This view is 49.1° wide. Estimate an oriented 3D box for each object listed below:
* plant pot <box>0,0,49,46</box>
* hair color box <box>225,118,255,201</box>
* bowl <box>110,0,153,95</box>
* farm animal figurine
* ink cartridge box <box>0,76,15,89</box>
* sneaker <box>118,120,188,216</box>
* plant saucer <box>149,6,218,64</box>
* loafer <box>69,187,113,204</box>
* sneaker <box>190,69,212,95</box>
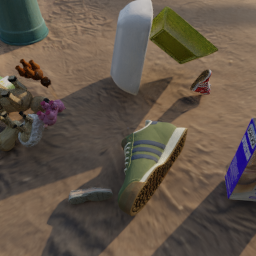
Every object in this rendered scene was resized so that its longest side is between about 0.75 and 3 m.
[{"bbox_3d":[-4.463,-4.759,11.370,2.059,2.017,2.059,-1,45,1],"label":"plant pot"},{"bbox_3d":[2.891,0.760,5.852,1.152,2.107,0.683,4,46,4],"label":"hair color box"},{"bbox_3d":[0.061,-2.573,8.626,0.950,2.546,2.543,9,35,-5],"label":"bowl"},{"bbox_3d":[-2.779,-0.445,7.727,2.167,1.349,2.683,-30,53,1],"label":"farm animal figurine"},{"bbox_3d":[-4.310,-1.470,9.376,1.054,0.253,0.767,28,52,23],"label":"ink cartridge box"},{"bbox_3d":[0.309,0.744,6.738,1.284,0.959,2.859,23,45,24],"label":"sneaker"},{"bbox_3d":[1.534,-2.729,8.901,2.006,2.003,0.480,36,87,-13],"label":"plant saucer"},{"bbox_3d":[-0.858,1.482,6.404,1.001,0.360,0.315,-8,39,-4],"label":"loafer"},{"bbox_3d":[2.455,-1.402,8.736,0.591,1.051,0.374,21,64,-9],"label":"sneaker"}]
